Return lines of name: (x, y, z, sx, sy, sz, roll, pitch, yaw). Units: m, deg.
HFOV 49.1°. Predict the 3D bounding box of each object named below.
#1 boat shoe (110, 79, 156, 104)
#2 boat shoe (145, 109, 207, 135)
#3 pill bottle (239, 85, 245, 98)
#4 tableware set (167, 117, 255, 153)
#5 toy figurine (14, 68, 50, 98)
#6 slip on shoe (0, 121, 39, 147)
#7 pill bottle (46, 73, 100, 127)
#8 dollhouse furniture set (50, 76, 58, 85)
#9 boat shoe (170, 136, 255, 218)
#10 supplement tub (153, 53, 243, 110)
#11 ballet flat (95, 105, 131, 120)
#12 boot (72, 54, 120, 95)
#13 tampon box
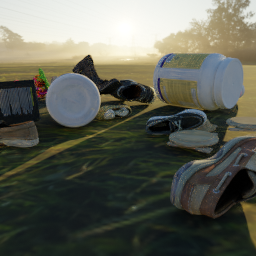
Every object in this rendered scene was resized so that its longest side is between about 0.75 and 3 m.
boat shoe: (-0.045, -1.633, 12.163, 0.909, 0.965, 2.688, -1, 14, -45)
boat shoe: (1.251, -0.073, 7.399, 1.614, 0.571, 0.514, -10, 21, 20)
pill bottle: (4.312, -1.568, 12.106, 1.661, 0.942, 0.942, -15, 21, -42)
tableware set: (2.414, 0.137, 7.123, 2.470, 0.343, 2.957, 3, 17, 17)
toy figurine: (-4.609, -1.763, 13.032, 1.730, 1.411, 1.880, -22, 48, -22)
slip on shoe: (-3.111, 0.096, 6.771, 1.921, 0.582, 0.730, 3, 16, 12)
pill bottle: (-1.745, -0.974, 8.795, 1.487, 1.487, 2.677, -3, 12, -12)
dollhouse furniture set: (-2.386, -1.766, 13.038, 2.257, 1.170, 0.999, -17, 59, -38)
boat shoe: (1.626, 0.746, 4.202, 2.209, 0.837, 0.793, -22, 29, -32)
supplement tub: (2.650, -1.805, 10.763, 2.877, 2.092, 2.092, 15, 21, 42)
ballet flat: (-0.456, -0.503, 9.265, 1.380, 0.488, 0.488, -12, 19, -37)
boot: (-1.410, -2.167, 11.490, 2.139, 1.862, 0.740, -22, -12, 32)
tampon box: (-3.538, -0.630, 7.784, 1.841, 1.162, 1.380, -9, 3, -27)
